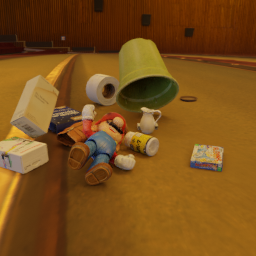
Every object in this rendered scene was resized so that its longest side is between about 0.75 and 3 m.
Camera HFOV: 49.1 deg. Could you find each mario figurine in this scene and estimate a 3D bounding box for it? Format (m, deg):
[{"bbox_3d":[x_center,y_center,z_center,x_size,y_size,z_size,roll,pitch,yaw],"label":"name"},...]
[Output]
[{"bbox_3d":[-0.613,0.242,7.960,1.518,1.768,2.865,-9,21,13],"label":"mario figurine"}]

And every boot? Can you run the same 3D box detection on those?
[{"bbox_3d":[-1.208,0.202,9.476,2.098,0.773,1.623,-2,14,33],"label":"boot"}]

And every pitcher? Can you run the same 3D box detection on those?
[{"bbox_3d":[0.846,-0.256,10.458,0.796,0.928,0.562,9,21,24],"label":"pitcher"}]

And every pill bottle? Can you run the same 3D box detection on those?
[{"bbox_3d":[0.414,0.475,8.882,1.026,0.587,0.587,17,25,40],"label":"pill bottle"}]

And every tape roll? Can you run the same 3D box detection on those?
[{"bbox_3d":[-1.277,-1.995,14.581,1.528,1.528,1.049,-14,23,-35],"label":"tape roll"}]

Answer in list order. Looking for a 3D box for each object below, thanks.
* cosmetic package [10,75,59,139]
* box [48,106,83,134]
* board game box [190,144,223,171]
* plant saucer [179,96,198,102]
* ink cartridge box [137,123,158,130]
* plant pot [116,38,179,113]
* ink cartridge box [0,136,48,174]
[{"bbox_3d":[-2.994,-0.710,9.168,0.687,0.973,1.879,-19,47,28],"label":"cosmetic package"},{"bbox_3d":[-2.627,-0.346,11.517,1.646,0.440,2.718,-16,26,-39],"label":"box"},{"bbox_3d":[2.368,0.853,8.334,0.878,0.223,1.297,6,20,17],"label":"board game box"},{"bbox_3d":[3.379,-1.634,15.643,1.008,0.149,1.008,0,20,0],"label":"plant saucer"},{"bbox_3d":[0.768,-0.116,11.225,0.797,0.174,0.692,-1,20,-3],"label":"ink cartridge box"},{"bbox_3d":[0.625,-2.435,12.359,2.713,2.713,2.494,-4,62,-13],"label":"plant pot"},{"bbox_3d":[-3.155,0.746,8.103,1.364,0.573,0.988,10,21,27],"label":"ink cartridge box"}]
